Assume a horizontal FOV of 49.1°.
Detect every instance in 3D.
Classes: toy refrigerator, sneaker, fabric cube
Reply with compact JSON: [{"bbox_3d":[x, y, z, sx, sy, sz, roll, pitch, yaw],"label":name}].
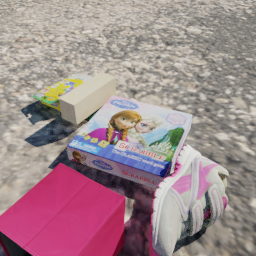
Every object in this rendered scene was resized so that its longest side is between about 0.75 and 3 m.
[{"bbox_3d":[-1.192,-0.959,8.555,0.666,0.722,1.903,24,46,25],"label":"toy refrigerator"},{"bbox_3d":[1.323,1.490,5.717,1.285,1.185,2.912,17,42,23],"label":"sneaker"},{"bbox_3d":[-1.077,1.895,4.945,1.577,1.547,1.572,22,42,25],"label":"fabric cube"}]

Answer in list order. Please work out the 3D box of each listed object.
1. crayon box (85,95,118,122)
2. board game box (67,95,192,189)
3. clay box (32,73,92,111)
[{"bbox_3d":[-1.083,-0.787,9.189,0.849,0.348,1.350,30,49,31],"label":"crayon box"},{"bbox_3d":[0.155,0.220,7.783,2.655,0.546,2.649,15,41,18],"label":"board game box"},{"bbox_3d":[-2.056,-1.208,9.504,1.177,0.488,2.048,22,44,38],"label":"clay box"}]
